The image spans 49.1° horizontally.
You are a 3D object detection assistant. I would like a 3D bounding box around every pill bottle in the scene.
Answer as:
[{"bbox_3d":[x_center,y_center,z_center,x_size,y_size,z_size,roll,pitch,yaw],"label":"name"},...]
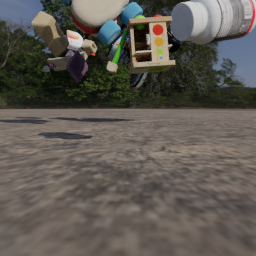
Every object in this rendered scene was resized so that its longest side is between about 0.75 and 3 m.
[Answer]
[{"bbox_3d":[2.543,-3.271,8.386,2.502,1.385,1.385,-16,12,-27],"label":"pill bottle"}]

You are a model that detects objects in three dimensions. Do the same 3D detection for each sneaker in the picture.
[{"bbox_3d":[0.237,-2.456,9.621,0.940,2.150,0.793,7,14,-24],"label":"sneaker"}]

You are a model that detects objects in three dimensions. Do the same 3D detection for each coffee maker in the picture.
[{"bbox_3d":[1.452,-3.100,10.271,0.827,0.794,0.557,22,-1,-31],"label":"coffee maker"}]

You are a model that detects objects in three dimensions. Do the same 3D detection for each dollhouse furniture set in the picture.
[{"bbox_3d":[-2.536,-2.958,9.600,1.663,1.857,2.344,1,-37,30],"label":"dollhouse furniture set"}]

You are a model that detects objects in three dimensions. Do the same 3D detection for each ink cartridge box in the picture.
[{"bbox_3d":[-1.836,-3.329,10.948,1.144,0.927,0.287,6,-42,-25],"label":"ink cartridge box"}]

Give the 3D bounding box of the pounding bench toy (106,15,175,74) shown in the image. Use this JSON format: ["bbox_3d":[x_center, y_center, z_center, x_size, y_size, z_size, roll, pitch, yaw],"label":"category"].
[{"bbox_3d":[0.135,-1.262,4.258,0.992,0.774,0.616,-6,3,-5],"label":"pounding bench toy"}]

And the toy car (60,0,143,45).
[{"bbox_3d":[-0.867,-3.068,7.968,1.726,1.799,1.951,-45,-1,-20],"label":"toy car"}]

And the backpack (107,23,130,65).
[{"bbox_3d":[-0.104,-2.982,10.413,1.368,1.106,1.436,-44,-4,-17],"label":"backpack"}]
